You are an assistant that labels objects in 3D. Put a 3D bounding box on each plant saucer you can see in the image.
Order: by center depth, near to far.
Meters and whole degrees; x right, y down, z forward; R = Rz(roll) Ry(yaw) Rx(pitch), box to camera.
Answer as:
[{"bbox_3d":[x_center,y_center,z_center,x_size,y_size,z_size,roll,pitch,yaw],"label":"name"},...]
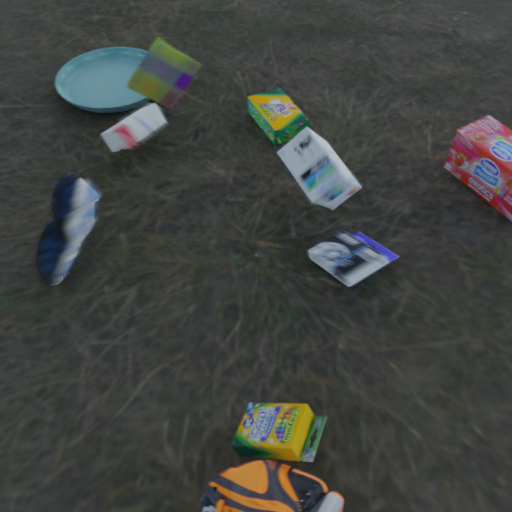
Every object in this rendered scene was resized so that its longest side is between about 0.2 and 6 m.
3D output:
[{"bbox_3d":[-3.505,-4.268,13.705,2.661,0.365,2.661,0,50,1],"label":"plant saucer"}]

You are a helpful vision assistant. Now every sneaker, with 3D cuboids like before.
[{"bbox_3d":[-0.236,3.649,6.637,1.551,1.074,2.769,24,43,24],"label":"sneaker"},{"bbox_3d":[-3.270,-0.409,9.928,0.744,0.757,1.966,13,83,26],"label":"sneaker"}]

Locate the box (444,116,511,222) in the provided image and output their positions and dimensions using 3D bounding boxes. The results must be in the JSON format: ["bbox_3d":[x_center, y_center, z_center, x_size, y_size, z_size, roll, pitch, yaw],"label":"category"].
[{"bbox_3d":[4.878,-1.724,11.093,0.977,1.020,2.046,-25,54,-20],"label":"box"}]

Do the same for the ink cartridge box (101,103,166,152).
[{"bbox_3d":[-2.606,-2.722,11.933,1.121,0.480,0.827,-42,26,-28],"label":"ink cartridge box"}]

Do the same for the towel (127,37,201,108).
[{"bbox_3d":[-2.064,-3.996,12.413,1.145,1.594,0.182,23,51,-26],"label":"towel"}]

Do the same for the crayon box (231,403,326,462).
[{"bbox_3d":[0.307,2.393,7.670,1.153,0.297,0.725,-8,35,32],"label":"crayon box"}]

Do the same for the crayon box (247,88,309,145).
[{"bbox_3d":[0.481,-3.184,12.728,0.859,0.421,1.445,-21,53,-16],"label":"crayon box"}]

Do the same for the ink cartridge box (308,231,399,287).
[{"bbox_3d":[1.719,-0.043,9.934,1.151,0.250,1.140,-28,37,-18],"label":"ink cartridge box"}]

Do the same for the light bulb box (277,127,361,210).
[{"bbox_3d":[1.177,-1.573,10.302,0.741,1.177,1.187,-39,71,19],"label":"light bulb box"}]
